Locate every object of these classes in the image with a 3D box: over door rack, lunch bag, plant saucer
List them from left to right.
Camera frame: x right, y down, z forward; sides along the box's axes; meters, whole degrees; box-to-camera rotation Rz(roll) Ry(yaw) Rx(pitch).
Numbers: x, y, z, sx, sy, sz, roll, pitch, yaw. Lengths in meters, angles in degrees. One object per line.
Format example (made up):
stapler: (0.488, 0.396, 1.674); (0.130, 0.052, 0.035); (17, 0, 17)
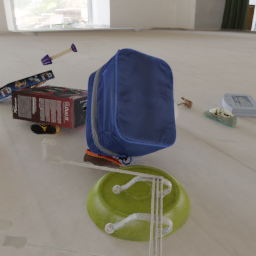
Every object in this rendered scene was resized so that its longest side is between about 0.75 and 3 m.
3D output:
over door rack: (-0.616, 1.596, 5.364); (2.975, 0.991, 2.198); (19, 36, -7)
lunch bag: (-0.008, -0.449, 7.997); (2.033, 2.993, 1.980); (12, -20, -31)
plant saucer: (0.253, 1.584, 6.696); (2.490, 0.387, 2.490); (1, 28, 0)

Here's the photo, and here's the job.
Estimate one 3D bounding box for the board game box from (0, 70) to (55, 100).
board game box: (-5.104, -2.048, 13.615); (1.818, 0.464, 2.684); (-15, 14, 35)

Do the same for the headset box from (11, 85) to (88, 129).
headset box: (-2.548, -0.885, 10.873); (2.981, 1.118, 2.215); (10, 17, 19)

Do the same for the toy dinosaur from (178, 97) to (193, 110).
toy dinosaur: (2.668, -1.099, 12.575); (0.662, 0.419, 0.977); (23, 16, 21)

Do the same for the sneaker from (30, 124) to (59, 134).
sneaker: (-3.019, 0.034, 10.236); (1.030, 0.360, 0.464); (5, 8, 8)

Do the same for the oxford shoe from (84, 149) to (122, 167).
oxford shoe: (-0.734, 0.969, 8.133); (1.130, 0.410, 0.402); (20, 6, -5)

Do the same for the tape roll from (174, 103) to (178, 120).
tape roll: (1.402, -0.614, 10.875); (0.632, 0.921, 0.921); (-20, 31, -36)

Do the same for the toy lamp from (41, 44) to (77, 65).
toy lamp: (-2.773, -2.929, 11.209); (1.465, 0.426, 0.426); (-31, 34, -13)

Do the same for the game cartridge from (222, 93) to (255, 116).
game cartridge: (4.953, -1.053, 12.461); (1.401, 0.437, 2.103); (0, 25, 10)

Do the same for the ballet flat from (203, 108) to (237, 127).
ballet flat: (3.704, -0.554, 11.213); (0.550, 0.520, 1.632); (-14, 28, -27)
